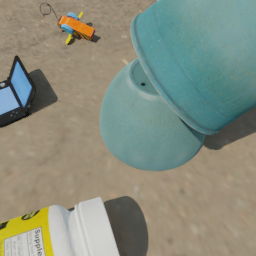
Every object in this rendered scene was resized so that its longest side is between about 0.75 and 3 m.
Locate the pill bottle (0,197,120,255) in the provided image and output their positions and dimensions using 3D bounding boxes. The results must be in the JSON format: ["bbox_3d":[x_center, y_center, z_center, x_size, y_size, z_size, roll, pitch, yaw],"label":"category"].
[{"bbox_3d":[-1.626,2.272,4.629,2.891,1.652,1.652,-17,58,-11],"label":"pill bottle"}]

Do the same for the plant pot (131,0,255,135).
[{"bbox_3d":[1.855,-1.614,4.687,2.669,2.508,2.669,31,42,-33],"label":"plant pot"}]

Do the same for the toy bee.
[{"bbox_3d":[-1.839,-3.315,8.899,1.098,0.912,1.678,-44,98,-8],"label":"toy bee"}]

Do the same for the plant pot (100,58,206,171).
[{"bbox_3d":[0.638,-0.621,6.464,2.705,1.822,2.705,0,56,0],"label":"plant pot"}]

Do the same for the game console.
[{"bbox_3d":[-3.134,-0.973,7.272,1.290,0.854,1.467,-26,60,-17],"label":"game console"}]
